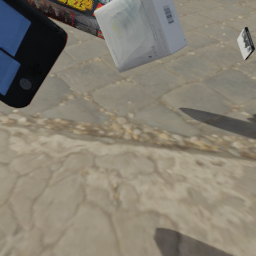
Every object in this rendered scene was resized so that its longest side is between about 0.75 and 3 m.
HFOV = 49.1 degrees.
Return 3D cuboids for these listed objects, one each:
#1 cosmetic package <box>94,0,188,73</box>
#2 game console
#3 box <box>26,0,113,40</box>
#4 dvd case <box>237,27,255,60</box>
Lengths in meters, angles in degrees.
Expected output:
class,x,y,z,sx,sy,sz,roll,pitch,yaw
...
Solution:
class,x,y,z,sx,sy,sz,roll,pitch,yaw
cosmetic package,0.211,-1.679,4.735,1.129,1.125,0.694,-11,19,40
game console,-2.602,-1.662,5.274,2.448,2.165,0.380,35,37,-14
box,-1.235,-2.962,5.665,2.498,0.498,1.710,21,65,-3
dvd case,3.692,-2.627,8.786,0.124,1.001,0.753,-17,84,9
